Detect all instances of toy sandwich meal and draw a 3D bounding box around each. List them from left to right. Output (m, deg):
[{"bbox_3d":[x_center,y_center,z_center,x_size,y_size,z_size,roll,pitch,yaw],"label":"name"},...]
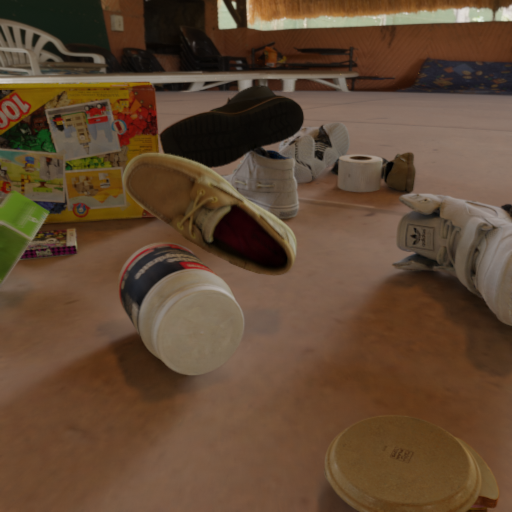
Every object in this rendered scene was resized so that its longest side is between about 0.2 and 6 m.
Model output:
[{"bbox_3d":[1.194,1.764,4.479,1.319,0.452,1.319,-3,20,1],"label":"toy sandwich meal"}]

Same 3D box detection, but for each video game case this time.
[{"bbox_3d":[-3.807,-0.217,10.063,1.121,0.201,1.016,-6,21,-16],"label":"video game case"}]

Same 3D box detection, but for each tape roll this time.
[{"bbox_3d":[2.666,-2.140,14.412,1.113,0.764,1.113,1,20,0],"label":"tape roll"}]

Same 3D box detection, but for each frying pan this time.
[{"bbox_3d":[3.110,-2.792,16.684,1.839,0.495,3.041,0,24,3],"label":"frying pan"}]

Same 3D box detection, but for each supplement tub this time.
[{"bbox_3d":[-0.916,0.572,6.587,1.135,1.135,1.618,-10,22,-24],"label":"supplement tub"}]

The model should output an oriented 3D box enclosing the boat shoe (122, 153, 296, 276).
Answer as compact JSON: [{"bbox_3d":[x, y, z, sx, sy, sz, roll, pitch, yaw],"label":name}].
[{"bbox_3d":[-0.538,-0.520,7.097,2.481,0.918,0.823,25,13,-10],"label":"boat shoe"}]

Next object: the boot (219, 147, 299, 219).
[{"bbox_3d":[-0.055,-1.865,12.743,1.082,1.405,2.941,-15,25,-35],"label":"boot"}]

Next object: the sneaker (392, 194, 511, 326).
[{"bbox_3d":[2.956,-0.039,8.020,2.107,1.377,3.666,8,17,22],"label":"sneaker"}]

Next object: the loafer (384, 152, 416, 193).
[{"bbox_3d":[3.723,-2.254,14.655,0.726,0.819,2.154,8,21,6],"label":"loafer"}]

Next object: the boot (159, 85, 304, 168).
[{"bbox_3d":[-0.718,-2.956,12.396,3.031,1.174,2.097,-13,33,-12],"label":"boot"}]

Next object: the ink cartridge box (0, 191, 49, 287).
[{"bbox_3d":[-3.714,0.022,7.932,0.625,1.219,1.649,33,29,-22],"label":"ink cartridge box"}]

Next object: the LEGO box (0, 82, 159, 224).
[{"bbox_3d":[-3.893,-2.158,11.646,3.651,2.719,1.409,-5,21,-12],"label":"LEGO box"}]

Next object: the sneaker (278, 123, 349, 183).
[{"bbox_3d":[1.109,-2.879,15.890,1.900,1.242,3.306,3,27,41],"label":"sneaker"}]
